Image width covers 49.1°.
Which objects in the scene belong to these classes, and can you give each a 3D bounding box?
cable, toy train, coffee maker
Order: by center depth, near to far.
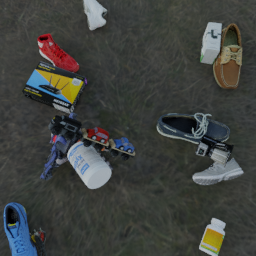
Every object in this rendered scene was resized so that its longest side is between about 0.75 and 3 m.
[{"bbox_3d":[-0.923,0.290,8.309,2.872,0.490,0.658,24,105,-28],"label":"toy train"},{"bbox_3d":[2.784,0.695,9.040,1.030,0.989,0.694,24,105,19],"label":"coffee maker"},{"bbox_3d":[-2.891,3.961,9.489,0.557,0.289,1.148,-26,83,-4],"label":"cable"}]

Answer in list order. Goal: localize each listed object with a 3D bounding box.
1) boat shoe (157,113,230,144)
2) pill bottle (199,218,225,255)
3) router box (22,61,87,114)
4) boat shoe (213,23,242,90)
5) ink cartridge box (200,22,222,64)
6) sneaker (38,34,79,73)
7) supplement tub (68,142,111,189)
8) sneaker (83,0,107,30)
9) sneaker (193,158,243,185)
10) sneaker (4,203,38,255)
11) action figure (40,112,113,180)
[{"bbox_3d":[2.494,-0.049,10.506,2.786,0.862,1.043,12,71,4],"label":"boat shoe"},{"bbox_3d":[2.856,3.634,9.357,0.616,0.616,1.110,24,73,8],"label":"pill bottle"},{"bbox_3d":[-2.906,-1.633,11.221,2.075,0.530,1.548,20,71,6],"label":"router box"},{"bbox_3d":[4.108,-2.967,11.419,1.076,1.050,2.843,2,71,1],"label":"boat shoe"},{"bbox_3d":[3.449,-3.524,11.651,0.565,0.997,1.360,10,70,4],"label":"ink cartridge box"},{"bbox_3d":[-2.928,-3.038,11.387,1.999,1.155,0.783,30,73,9],"label":"sneaker"},{"bbox_3d":[-1.213,1.116,8.671,0.883,0.883,1.338,-36,52,-12],"label":"supplement tub"},{"bbox_3d":[-1.450,-5.276,12.478,0.956,0.750,1.925,-12,80,-11],"label":"sneaker"},{"bbox_3d":[3.166,1.564,10.144,1.842,0.688,0.755,-8,60,-13],"label":"sneaker"},{"bbox_3d":[-3.628,3.638,9.211,0.783,0.932,2.376,-18,73,-8],"label":"sneaker"},{"bbox_3d":[-1.928,0.951,10.210,2.651,1.433,2.741,39,104,19],"label":"action figure"}]
